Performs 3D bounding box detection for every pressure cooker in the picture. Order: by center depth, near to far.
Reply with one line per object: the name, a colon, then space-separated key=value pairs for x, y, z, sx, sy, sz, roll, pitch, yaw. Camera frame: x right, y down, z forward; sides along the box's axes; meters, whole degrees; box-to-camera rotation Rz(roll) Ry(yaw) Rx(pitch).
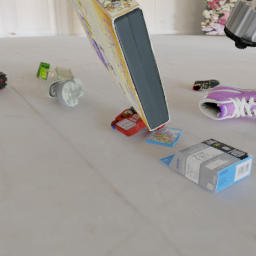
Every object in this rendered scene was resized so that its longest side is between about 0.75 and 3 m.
pressure cooker: x=2.813 y=-2.443 z=6.505 sx=1.021 sy=1.161 sz=1.037 roll=-19 pitch=56 yaw=-32

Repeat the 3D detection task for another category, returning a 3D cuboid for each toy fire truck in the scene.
toy fire truck: x=0.184 y=-0.285 z=7.373 sx=1.225 sy=0.818 sz=1.459 roll=-28 pitch=23 yaw=-16

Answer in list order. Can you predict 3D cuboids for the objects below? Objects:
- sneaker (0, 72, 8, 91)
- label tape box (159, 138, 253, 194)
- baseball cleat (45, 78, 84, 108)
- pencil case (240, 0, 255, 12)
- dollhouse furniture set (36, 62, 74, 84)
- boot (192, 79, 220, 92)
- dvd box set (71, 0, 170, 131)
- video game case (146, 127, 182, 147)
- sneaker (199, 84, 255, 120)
sneaker: x=-5.567 y=-1.707 z=10.736 sx=1.106 sy=0.800 sz=2.265 roll=6 pitch=24 yaw=9
label tape box: x=1.491 y=0.600 z=5.538 sx=1.053 sy=0.486 sz=1.470 roll=-15 pitch=28 yaw=-33
baseball cleat: x=-2.283 y=-1.176 z=9.618 sx=1.378 sy=0.903 sz=2.589 roll=-6 pitch=13 yaw=4
pencil case: x=2.310 y=-2.398 z=5.072 sx=0.444 sy=0.386 sz=0.993 roll=-37 pitch=73 yaw=-26
dollhouse furniture set: x=-3.338 y=-2.329 z=12.917 sx=1.524 sy=0.765 sz=0.998 roll=7 pitch=37 yaw=-30
boot: x=3.131 y=-1.688 z=11.291 sx=1.056 sy=0.381 sz=0.797 roll=4 pitch=24 yaw=24
dvd box set: x=-0.333 y=-1.608 z=4.840 sx=0.438 sy=2.181 sz=2.981 roll=-29 pitch=49 yaw=-4
video game case: x=0.921 y=0.195 z=7.049 sx=0.685 sy=0.085 sz=0.957 roll=9 pitch=24 yaw=22
sneaker: x=3.388 y=-0.564 z=7.920 sx=2.803 sy=1.016 sz=1.598 roll=8 pitch=27 yaw=42
